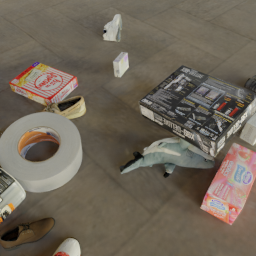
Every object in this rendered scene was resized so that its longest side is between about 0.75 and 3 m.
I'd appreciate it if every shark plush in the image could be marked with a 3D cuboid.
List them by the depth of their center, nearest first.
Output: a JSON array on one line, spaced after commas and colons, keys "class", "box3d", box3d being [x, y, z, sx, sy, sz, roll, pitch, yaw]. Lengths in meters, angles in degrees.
[{"class": "shark plush", "box3d": [1.256, 0.976, 8.958, 2.991, 1.359, 1.246, -11, 81, -17]}]

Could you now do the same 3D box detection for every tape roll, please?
[{"class": "tape roll", "box3d": [-2.782, 0.729, 9.061, 2.560, 0.846, 2.560, 2, 53, -2]}]

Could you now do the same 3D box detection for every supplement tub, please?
[{"class": "supplement tub", "box3d": [-4.014, 2.214, 7.592, 1.329, 1.329, 2.168, 27, 54, 21]}]

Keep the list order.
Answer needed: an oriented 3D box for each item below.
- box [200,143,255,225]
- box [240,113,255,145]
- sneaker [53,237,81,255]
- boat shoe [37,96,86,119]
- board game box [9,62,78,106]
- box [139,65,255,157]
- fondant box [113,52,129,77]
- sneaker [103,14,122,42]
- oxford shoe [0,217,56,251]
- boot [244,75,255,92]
[{"class": "box", "box3d": [3.094, 1.599, 8.309, 0.984, 1.067, 2.079, 26, 53, 21]}, {"class": "box", "box3d": [4.484, -0.004, 9.869, 0.552, 0.840, 0.844, 36, 58, 27]}, {"class": "sneaker", "box3d": [-1.738, 3.475, 6.600, 0.708, 1.136, 2.119, 15, 50, 13]}, {"class": "boat shoe", "box3d": [-2.753, -0.619, 10.455, 2.359, 0.761, 0.841, -23, 52, -18]}, {"class": "board game box", "box3d": [-3.488, -1.830, 11.689, 2.211, 0.512, 1.675, 23, 52, 19]}, {"class": "box", "box3d": [2.153, -0.708, 8.854, 2.914, 0.725, 2.298, 32, 62, 35]}, {"class": "fondant box", "box3d": [-0.299, -2.789, 12.312, 0.290, 0.717, 0.994, 10, 42, 19]}, {"class": "sneaker", "box3d": [-0.794, -5.289, 14.607, 0.925, 0.791, 2.124, 1, 48, 7]}, {"class": "oxford shoe", "box3d": [-2.687, 2.797, 7.555, 1.484, 0.626, 0.539, -22, 50, -20]}, {"class": "boot", "box3d": [5.263, -1.524, 11.461, 1.153, 0.611, 1.751, 34, 46, 30]}]
